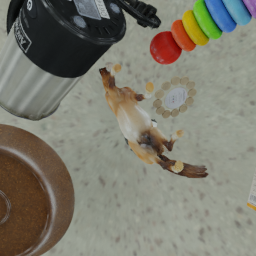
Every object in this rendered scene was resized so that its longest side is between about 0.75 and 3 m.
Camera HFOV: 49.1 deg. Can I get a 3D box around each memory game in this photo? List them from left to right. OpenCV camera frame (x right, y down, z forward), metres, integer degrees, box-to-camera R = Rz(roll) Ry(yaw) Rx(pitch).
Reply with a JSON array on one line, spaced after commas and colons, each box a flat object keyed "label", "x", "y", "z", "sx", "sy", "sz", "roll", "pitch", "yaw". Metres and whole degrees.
[{"label": "memory game", "x": 0.754, "y": -0.489, "z": 4.485, "sx": 0.784, "sy": 0.784, "sz": 0.050, "roll": -24, "pitch": 42, "yaw": -6}]

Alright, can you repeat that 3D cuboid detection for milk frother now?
[{"label": "milk frother", "x": -0.893, "y": -1.503, "z": 5.074, "sx": 2.460, "sy": 2.314, "sz": 2.220, "roll": 15, "pitch": 56, "yaw": -35}]

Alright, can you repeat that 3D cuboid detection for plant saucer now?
[{"label": "plant saucer", "x": -2.175, "y": 1.211, "z": 4.569, "sx": 2.562, "sy": 0.441, "sz": 2.562, "roll": 0, "pitch": 103, "yaw": 0}]

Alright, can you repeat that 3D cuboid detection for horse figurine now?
[{"label": "horse figurine", "x": 0.218, "y": -0.074, "z": 4.158, "sx": 0.562, "sy": 1.493, "sz": 2.252, "roll": -36, "pitch": 95, "yaw": -16}]

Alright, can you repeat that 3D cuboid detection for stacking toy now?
[{"label": "stacking toy", "x": 1.429, "y": -2.009, "z": 5.237, "sx": 2.480, "sy": 1.059, "sz": 1.059, "roll": -27, "pitch": 74, "yaw": 32}]

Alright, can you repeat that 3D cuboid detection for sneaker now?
[{"label": "sneaker", "x": 0.199, "y": 0.297, "z": 5.756, "sx": 0.483, "sy": 1.454, "sz": 0.658, "roll": 9, "pitch": 73, "yaw": -12}]

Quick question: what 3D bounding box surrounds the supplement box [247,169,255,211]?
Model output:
[{"label": "supplement box", "x": 2.610, "y": 0.907, "z": 4.814, "sx": 0.748, "sy": 0.436, "sz": 1.187, "roll": 15, "pitch": 88, "yaw": 0}]
